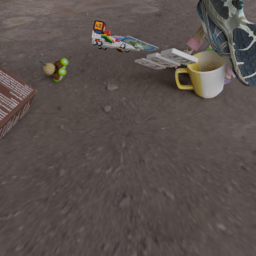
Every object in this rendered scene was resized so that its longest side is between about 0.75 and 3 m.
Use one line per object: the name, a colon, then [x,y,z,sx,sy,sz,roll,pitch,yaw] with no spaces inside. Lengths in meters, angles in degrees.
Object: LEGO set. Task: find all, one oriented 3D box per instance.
LEGO set: [0.242,-2.455,8.120,2.995,0.735,2.237,12,0,-26]

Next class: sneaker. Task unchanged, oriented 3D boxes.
sneaker: [2.847,-2.491,7.761,1.136,2.927,1.263,-26,3,-13]

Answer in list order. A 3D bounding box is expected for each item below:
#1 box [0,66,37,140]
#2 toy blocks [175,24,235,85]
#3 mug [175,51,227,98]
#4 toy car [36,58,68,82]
box: [-3.604,-0.262,6.683,1.412,1.056,2.819,35,41,-7]
toy blocks: [2.779,-2.386,9.592,1.958,1.764,2.096,34,27,0]
mug: [2.336,-1.604,8.648,1.427,1.171,1.143,24,59,37]
toy car: [-2.547,-2.023,9.262,0.896,0.736,0.707,17,72,-28]
